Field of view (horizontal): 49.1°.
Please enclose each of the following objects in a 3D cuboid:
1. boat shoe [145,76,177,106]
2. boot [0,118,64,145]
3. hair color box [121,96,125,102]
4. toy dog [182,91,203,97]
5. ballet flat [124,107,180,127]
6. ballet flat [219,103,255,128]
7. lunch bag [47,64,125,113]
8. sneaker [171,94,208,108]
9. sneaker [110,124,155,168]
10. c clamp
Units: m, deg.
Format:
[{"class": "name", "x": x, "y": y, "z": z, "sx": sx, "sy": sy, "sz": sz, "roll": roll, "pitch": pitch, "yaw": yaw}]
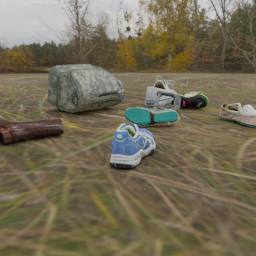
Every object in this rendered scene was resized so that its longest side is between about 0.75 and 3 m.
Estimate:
[{"class": "boat shoe", "x": 1.538, "y": -1.777, "z": 12.811, "sx": 1.057, "sy": 1.220, "sz": 2.861, "roll": 8, "pitch": 15, "yaw": 29}, {"class": "boot", "x": -2.578, "y": -0.070, "z": 7.160, "sx": 1.588, "sy": 0.510, "sz": 1.480, "roll": -15, "pitch": 32, "yaw": -38}, {"class": "hair color box", "x": -0.653, "y": -1.599, "z": 13.743, "sx": 0.738, "sy": 0.452, "sz": 1.490, "roll": -3, "pitch": 13, "yaw": -13}, {"class": "toy dog", "x": 2.719, "y": -1.229, "z": 12.136, "sx": 0.870, "sy": 0.626, "sz": 0.897, "roll": -31, "pitch": 24, "yaw": -20}, {"class": "ballet flat", "x": 0.691, "y": -0.267, "z": 8.251, "sx": 1.626, "sy": 0.615, "sz": 0.520, "roll": 5, "pitch": -16, "yaw": 3}, {"class": "ballet flat", "x": 3.455, "y": -0.436, "z": 8.533, "sx": 0.606, "sy": 0.598, "sz": 1.780, "roll": -7, "pitch": 15, "yaw": -27}, {"class": "lunch bag", "x": -1.563, "y": -1.441, "z": 10.768, "sx": 2.024, "sy": 1.682, "sz": 2.413, "roll": 30, "pitch": 30, "yaw": 35}, {"class": "sneaker", "x": 2.454, "y": -1.004, "z": 11.232, "sx": 1.586, "sy": 0.609, "sz": 0.665, "roll": 3, "pitch": 24, "yaw": 41}, {"class": "sneaker", "x": 0.157, "y": 0.225, "z": 5.584, "sx": 0.669, "sy": 0.681, "sz": 1.768, "roll": 2, "pitch": 12, "yaw": 15}, {"class": "c clamp", "x": 1.309, "y": -1.021, "z": 10.601, "sx": 1.399, "sy": 0.222, "sz": 1.637, "roll": 12, "pitch": 34, "yaw": 15}]
